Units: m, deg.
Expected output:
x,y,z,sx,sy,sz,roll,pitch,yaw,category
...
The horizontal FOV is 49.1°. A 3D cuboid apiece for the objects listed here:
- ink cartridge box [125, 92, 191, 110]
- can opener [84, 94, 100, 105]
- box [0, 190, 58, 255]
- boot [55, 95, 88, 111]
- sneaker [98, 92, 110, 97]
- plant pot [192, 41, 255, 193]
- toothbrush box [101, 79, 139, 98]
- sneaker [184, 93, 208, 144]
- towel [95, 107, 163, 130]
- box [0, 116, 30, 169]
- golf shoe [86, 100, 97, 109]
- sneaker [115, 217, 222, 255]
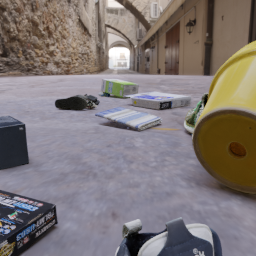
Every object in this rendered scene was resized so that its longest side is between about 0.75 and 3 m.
x,y,z,sx,sy,sz,roll,pitch,yaw,category
1.406,-1.335,13.481,2.297,0.546,2.324,-13,17,-40,ink cartridge box
-1.929,-1.403,14.188,0.544,0.431,1.636,-43,28,-17,can opener
-1.716,1.146,3.199,1.285,0.319,1.276,6,14,26,box
-2.293,-1.194,12.853,1.638,0.654,1.802,6,8,17,boot
-1.395,-2.036,16.932,0.757,0.287,0.397,-5,14,-24,sneaker
2.259,-0.141,4.803,2.323,2.323,2.186,11,36,40,plant pot
-0.498,-2.408,16.802,1.877,0.808,1.367,20,19,40,toothbrush box
2.136,-0.354,7.433,1.054,1.215,2.741,3,17,2,sneaker
0.034,-0.328,9.262,1.869,0.223,1.373,17,22,34,towel
-2.570,0.259,5.822,0.611,0.847,1.141,-11,16,-37,box
-1.768,-1.007,12.580,0.437,0.383,0.992,25,-6,-33,golf shoe
0.392,1.124,1.543,0.679,1.107,1.700,-7,15,-24,sneaker
